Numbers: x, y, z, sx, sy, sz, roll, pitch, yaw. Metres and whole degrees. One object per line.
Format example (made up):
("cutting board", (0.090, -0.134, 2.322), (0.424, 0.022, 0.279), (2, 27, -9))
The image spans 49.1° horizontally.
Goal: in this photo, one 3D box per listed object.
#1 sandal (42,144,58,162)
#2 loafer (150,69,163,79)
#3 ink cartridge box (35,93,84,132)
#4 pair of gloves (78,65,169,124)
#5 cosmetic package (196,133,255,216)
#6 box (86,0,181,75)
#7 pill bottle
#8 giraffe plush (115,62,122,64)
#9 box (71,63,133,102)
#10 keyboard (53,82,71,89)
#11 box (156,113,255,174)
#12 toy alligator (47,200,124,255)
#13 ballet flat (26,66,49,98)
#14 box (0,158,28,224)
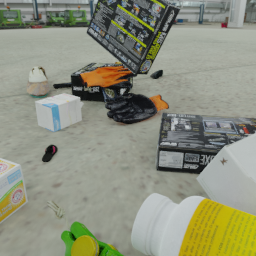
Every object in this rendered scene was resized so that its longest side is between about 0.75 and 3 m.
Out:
("sandal", (-1.972, 0.592, 7.079), (0.295, 0.177, 0.785), (0, 24, 0))
("loafer", (1.513, -2.818, 14.527), (0.381, 0.384, 1.055), (9, 24, 29))
("ink cartridge box", (-2.095, -0.537, 8.828), (0.833, 0.812, 1.296), (19, 30, 36))
("pair of gloves", (-0.150, -1.238, 9.663), (2.399, 0.333, 2.692), (-19, 59, -34))
("cosmetic package", (2.736, 0.705, 4.792), (2.683, 1.138, 1.444), (-18, 62, -26))
("box", (0.012, -3.114, 8.247), (0.572, 2.069, 2.583), (-9, 46, -48))
("pill bottle", (1.230, 1.606, 3.530), (2.309, 1.204, 1.204), (15, 28, 30))
("giraffe plush", (-0.052, -4.156, 16.425), (1.330, 1.249, 1.541), (22, 32, 40))
("box", (-0.992, -1.969, 11.745), (1.994, 1.048, 2.435), (5, 24, 11))
("keyboard", (-2.733, -1.970, 12.878), (1.305, 0.167, 0.784), (-11, 20, -22))
("box", (2.105, 0.341, 7.017), (2.698, 0.671, 2.128), (3, 24, 8))
("toy alligator", (-0.569, 1.812, 3.842), (2.401, 0.712, 0.651), (21, 72, 39))
("ballet flat", (-4.000, -2.163, 12.312), (0.970, 0.959, 2.851), (-8, 25, -17))
("box", (-2.851, 1.056, 5.175), (1.703, 0.863, 0.958), (12, 28, 25))
